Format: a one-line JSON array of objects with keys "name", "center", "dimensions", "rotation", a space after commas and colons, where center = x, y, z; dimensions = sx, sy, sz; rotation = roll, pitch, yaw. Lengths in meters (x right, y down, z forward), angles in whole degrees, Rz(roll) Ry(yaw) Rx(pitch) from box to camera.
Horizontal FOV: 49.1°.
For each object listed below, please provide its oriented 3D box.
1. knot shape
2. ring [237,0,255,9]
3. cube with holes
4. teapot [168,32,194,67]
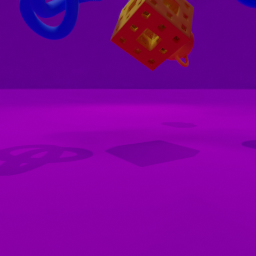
[{"name": "knot shape", "center": [-1.349, -2.318, 5.231], "dimensions": [1.532, 0.756, 1.637], "rotation": [-35, -14, 33]}, {"name": "ring", "center": [3.004, -3.545, 6.239], "dimensions": [1.648, 1.648, 0.330], "rotation": [0, 14, 0]}, {"name": "cube with holes", "center": [0.477, -1.987, 5.333], "dimensions": [1.039, 1.039, 1.039], "rotation": [31, -39, -22]}, {"name": "teapot", "center": [1.539, -2.651, 8.540], "dimensions": [0.875, 1.787, 1.111], "rotation": [3, -22, -30]}]
